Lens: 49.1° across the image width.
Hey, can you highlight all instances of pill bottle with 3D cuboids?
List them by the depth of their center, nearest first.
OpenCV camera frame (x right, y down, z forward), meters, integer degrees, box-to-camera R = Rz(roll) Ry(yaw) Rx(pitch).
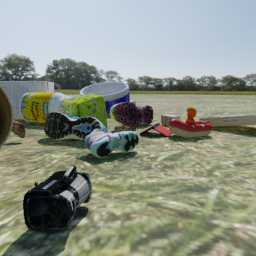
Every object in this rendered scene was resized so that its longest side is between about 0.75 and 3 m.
[{"bbox_3d":[-3.362,-0.859,12.050,2.344,1.322,1.322,4,9,21],"label":"pill bottle"}]

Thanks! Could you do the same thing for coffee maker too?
[{"bbox_3d":[-0.933,0.900,3.476,0.809,0.567,0.842,-23,3,12],"label":"coffee maker"}]

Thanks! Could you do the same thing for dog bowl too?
[{"bbox_3d":[-1.308,-1.773,16.306,2.834,1.116,2.834,-5,24,2],"label":"dog bowl"}]

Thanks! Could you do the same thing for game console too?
[{"bbox_3d":[0.945,0.171,9.395,0.811,0.559,0.941,-30,-3,20],"label":"game console"}]

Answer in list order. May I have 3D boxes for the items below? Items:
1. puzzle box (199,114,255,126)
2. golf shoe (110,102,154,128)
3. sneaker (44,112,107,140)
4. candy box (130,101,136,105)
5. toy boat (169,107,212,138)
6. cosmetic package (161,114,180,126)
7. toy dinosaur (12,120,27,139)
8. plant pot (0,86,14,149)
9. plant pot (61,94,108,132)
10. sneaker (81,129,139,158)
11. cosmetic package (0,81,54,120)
[{"bbox_3d":[4.389,-0.326,10.466,1.891,0.361,2.842,-5,3,-42],"label":"puzzle box"},{"bbox_3d":[-0.032,-0.488,11.147,1.223,0.964,2.655,0,-1,31],"label":"golf shoe"},{"bbox_3d":[-1.621,0.055,8.621,2.172,0.851,0.977,9,-5,24],"label":"sneaker"},{"bbox_3d":[-0.457,-1.413,17.985,1.382,0.618,2.027,3,9,21],"label":"candy box"},{"bbox_3d":[2.011,-0.215,9.077,1.433,0.937,0.935,-4,10,-26],"label":"toy boat"},{"bbox_3d":[1.732,-0.311,11.446,0.363,0.430,0.832,-6,9,-27],"label":"cosmetic package"},{"bbox_3d":[-4.284,-0.435,7.704,2.951,1.567,0.891,39,-19,-28],"label":"toy dinosaur"},{"bbox_3d":[-3.668,-0.102,6.253,1.940,1.940,2.081,-4,-6,-26],"label":"plant pot"},{"bbox_3d":[-1.533,-0.432,9.602,1.178,1.298,1.292,-11,14,-28],"label":"plant pot"},{"bbox_3d":[-0.488,0.239,6.881,1.411,0.549,0.987,-7,23,-42],"label":"sneaker"},{"bbox_3d":[-4.908,-1.394,13.873,2.200,1.814,1.815,0,8,-3],"label":"cosmetic package"}]
